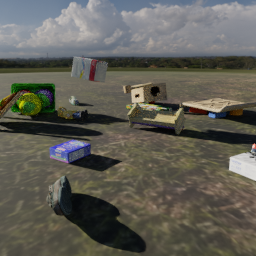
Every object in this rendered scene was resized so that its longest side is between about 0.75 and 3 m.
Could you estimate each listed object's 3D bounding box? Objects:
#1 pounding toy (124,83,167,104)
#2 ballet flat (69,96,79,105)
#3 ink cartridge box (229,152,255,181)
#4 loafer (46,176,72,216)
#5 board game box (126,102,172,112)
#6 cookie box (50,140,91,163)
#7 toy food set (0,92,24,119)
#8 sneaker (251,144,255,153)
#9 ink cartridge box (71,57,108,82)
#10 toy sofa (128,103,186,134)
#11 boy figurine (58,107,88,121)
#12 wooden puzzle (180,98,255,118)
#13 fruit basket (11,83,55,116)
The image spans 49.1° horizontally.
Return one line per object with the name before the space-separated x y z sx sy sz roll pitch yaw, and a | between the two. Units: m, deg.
pounding toy | 0.947 -1.951 16.274 2.556 1.169 2.245 -8 6 -24
ballet flat | -3.336 -1.713 17.183 0.488 0.488 1.358 -7 16 -25
ink cartridge box | 3.470 1.055 6.799 0.836 0.393 1.779 -10 18 -31
loafer | -1.392 1.397 5.555 0.460 0.525 1.461 -22 11 -5
board game box | 1.107 -1.069 15.175 2.284 0.268 1.196 14 19 43
cookie box | -1.702 0.682 8.301 0.796 0.350 0.930 10 18 34
toy food set | -5.495 -0.984 12.377 1.856 0.540 2.689 -46 20 1
sneaker | 4.212 0.625 8.483 0.882 0.373 0.331 0 15 -1
ink cartridge box | -1.778 -2.691 12.884 1.314 0.950 0.955 15 14 24
toy sofa | 1.160 -0.276 11.284 2.165 1.056 0.896 8 42 27
boy figurine | -2.649 -0.700 13.289 1.588 0.512 0.987 11 21 29
wooden puzzle | 4.580 -1.019 14.301 2.732 0.683 2.950 -9 12 -31
fruit basket | -4.862 -1.441 14.219 2.442 1.761 2.442 -1 -3 0
